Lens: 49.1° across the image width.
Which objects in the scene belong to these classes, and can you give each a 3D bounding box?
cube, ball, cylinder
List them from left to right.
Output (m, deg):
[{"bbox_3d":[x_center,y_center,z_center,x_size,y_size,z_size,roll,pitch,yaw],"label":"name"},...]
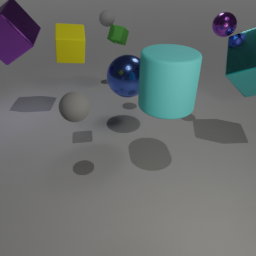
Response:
[{"bbox_3d":[-4.212,-3.407,9.950,1.400,1.400,1.400,-25,41,22],"label":"cube"},{"bbox_3d":[-1.453,-2.116,7.027,0.700,0.700,0.700,-1,50,-12],"label":"cube"},{"bbox_3d":[-1.223,-0.481,6.398,0.700,0.700,0.700,0,29,0],"label":"ball"},{"bbox_3d":[-0.939,-4.901,12.516,0.700,0.700,0.700,0,29,0],"label":"ball"},{"bbox_3d":[-0.462,-4.419,13.308,0.700,0.700,0.700,18,6,20],"label":"cube"},{"bbox_3d":[-0.010,-1.714,9.298,1.400,1.400,1.400,0,29,0],"label":"ball"},{"bbox_3d":[0.970,-1.141,6.751,1.400,1.400,1.400,1,32,-1],"label":"cylinder"},{"bbox_3d":[2.848,-3.050,8.268,0.700,0.700,0.700,0,29,0],"label":"ball"},{"bbox_3d":[3.814,-1.913,8.103,1.400,1.400,1.400,-9,62,43],"label":"cube"}]
